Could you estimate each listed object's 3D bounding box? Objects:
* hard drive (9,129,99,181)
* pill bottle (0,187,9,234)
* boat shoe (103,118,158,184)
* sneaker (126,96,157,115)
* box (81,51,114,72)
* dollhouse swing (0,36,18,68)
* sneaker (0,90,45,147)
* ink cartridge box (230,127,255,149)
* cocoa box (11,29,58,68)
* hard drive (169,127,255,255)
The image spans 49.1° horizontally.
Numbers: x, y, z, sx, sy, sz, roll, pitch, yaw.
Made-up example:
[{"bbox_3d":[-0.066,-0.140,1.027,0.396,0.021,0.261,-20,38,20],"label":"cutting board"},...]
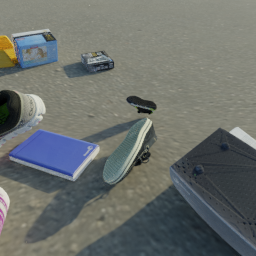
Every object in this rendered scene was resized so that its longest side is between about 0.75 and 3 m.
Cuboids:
[{"bbox_3d":[-1.790,0.603,6.893,1.813,0.230,1.196,14,36,19],"label":"hard drive"},{"bbox_3d":[-2.595,1.772,4.476,0.987,0.987,1.758,-4,33,-6],"label":"pill bottle"},{"bbox_3d":[0.151,0.568,6.411,0.811,0.677,2.173,-22,20,35],"label":"boat shoe"},{"bbox_3d":[0.366,-0.588,8.150,1.099,0.455,0.394,14,39,-33],"label":"sneaker"},{"bbox_3d":[-1.318,-2.842,11.910,1.099,0.347,1.394,-12,36,-17],"label":"box"},{"bbox_3d":[-5.963,-3.866,12.019,2.025,1.958,2.228,-9,34,-13],"label":"dollhouse swing"},{"bbox_3d":[-3.217,0.020,6.095,2.741,1.199,1.011,-33,72,3],"label":"sneaker"},{"bbox_3d":[2.463,1.090,5.978,2.180,0.475,1.892,-28,60,-35],"label":"ink cartridge box"},{"bbox_3d":[-3.938,-3.405,11.951,1.613,1.076,1.058,-20,53,-26],"label":"cocoa box"},{"bbox_3d":[2.266,1.344,4.917,1.948,0.611,2.888,-30,60,-36],"label":"hard drive"}]
